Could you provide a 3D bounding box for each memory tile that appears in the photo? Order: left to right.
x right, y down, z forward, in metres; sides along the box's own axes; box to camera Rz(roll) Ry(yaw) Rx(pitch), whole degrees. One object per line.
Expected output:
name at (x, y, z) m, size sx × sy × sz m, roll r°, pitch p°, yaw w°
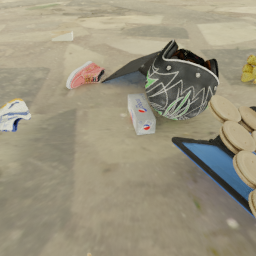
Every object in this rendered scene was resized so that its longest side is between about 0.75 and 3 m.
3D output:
memory tile at (2.576, 0.638, 5.013) m, size 2.148 × 0.235 × 2.802 m, roll 16°, pitch 43°, yaw -23°

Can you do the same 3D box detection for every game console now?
game console at (2.654, 0.490, 5.744) m, size 2.234 × 1.549 × 2.617 m, roll -43°, pitch 44°, yaw 0°

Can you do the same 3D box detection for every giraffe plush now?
giraffe plush at (4.951, -2.021, 10.175) m, size 1.056 × 1.123 × 1.302 m, roll 14°, pitch 20°, yaw -18°

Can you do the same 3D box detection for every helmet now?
helmet at (1.483, -1.239, 7.876) m, size 2.148 × 2.148 × 2.048 m, roll 6°, pitch 50°, yaw 9°

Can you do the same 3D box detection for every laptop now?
laptop at (0.891, -1.931, 10.686) m, size 2.650 × 1.535 × 2.481 m, roll 38°, pitch 43°, yaw 4°

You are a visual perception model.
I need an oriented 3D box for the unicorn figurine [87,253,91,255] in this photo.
unicorn figurine at (0.316, 2.833, 3.196) m, size 2.466 × 0.911 × 1.694 m, roll 20°, pitch 27°, yaw 3°

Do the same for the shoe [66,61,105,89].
shoe at (-1.493, -1.853, 10.166) m, size 0.729 × 0.573 × 1.603 m, roll 26°, pitch 49°, yaw 15°

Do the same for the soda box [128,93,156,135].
soda box at (0.364, -0.444, 8.176) m, size 0.532 × 0.495 × 1.560 m, roll -6°, pitch 35°, yaw -8°

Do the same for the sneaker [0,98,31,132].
sneaker at (-3.271, -0.101, 7.277) m, size 1.558 × 0.686 × 0.586 m, roll -34°, pitch 4°, yaw 3°

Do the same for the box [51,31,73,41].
box at (-3.430, -4.808, 14.622) m, size 1.068 × 0.415 × 0.507 m, roll -2°, pitch 34°, yaw -2°
